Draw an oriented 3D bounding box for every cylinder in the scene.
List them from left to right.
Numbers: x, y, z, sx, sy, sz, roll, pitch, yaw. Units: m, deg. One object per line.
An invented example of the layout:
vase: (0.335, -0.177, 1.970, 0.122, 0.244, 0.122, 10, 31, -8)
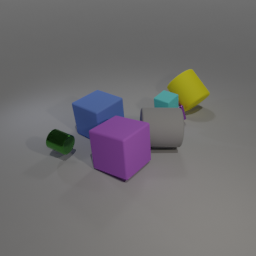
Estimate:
cylinder: (-2.284, 0.465, 9.489, 0.700, 0.700, 0.700, 20, 35, 20)
cylinder: (1.154, -0.020, 9.928, 1.400, 1.400, 1.400, 0, 29, -2)
cylinder: (2.732, -1.695, 12.714, 1.400, 1.400, 1.400, -25, 77, -37)

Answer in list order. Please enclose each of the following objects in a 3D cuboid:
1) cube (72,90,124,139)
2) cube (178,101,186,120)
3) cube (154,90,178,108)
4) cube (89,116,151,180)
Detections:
cube: (-1.114, -0.465, 10.913, 1.400, 1.400, 1.400, 22, 42, 35)
cube: (1.985, -0.686, 11.992, 0.700, 0.700, 0.700, -21, 31, 0)
cube: (1.511, -0.957, 11.040, 0.700, 0.700, 0.700, 24, 48, 34)
cube: (-0.221, 0.580, 9.042, 1.400, 1.400, 1.400, 14, 31, 34)
